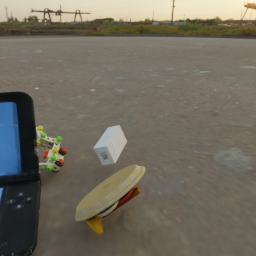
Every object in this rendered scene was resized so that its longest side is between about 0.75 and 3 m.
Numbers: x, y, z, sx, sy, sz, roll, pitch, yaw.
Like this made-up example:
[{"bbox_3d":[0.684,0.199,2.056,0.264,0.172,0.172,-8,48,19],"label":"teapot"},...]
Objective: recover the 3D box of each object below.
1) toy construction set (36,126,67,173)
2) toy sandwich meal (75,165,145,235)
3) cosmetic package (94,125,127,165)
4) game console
[{"bbox_3d":[-1.840,0.582,6.228,0.837,0.588,1.276,29,42,-20],"label":"toy construction set"},{"bbox_3d":[-0.212,1.133,4.499,1.480,0.507,1.480,-35,3,2],"label":"toy sandwich meal"},{"bbox_3d":[-0.361,0.358,6.080,0.342,0.476,0.844,-12,25,25],"label":"cosmetic package"},{"bbox_3d":[-2.864,0.720,4.243,2.787,1.622,2.451,-6,31,-10],"label":"game console"}]
